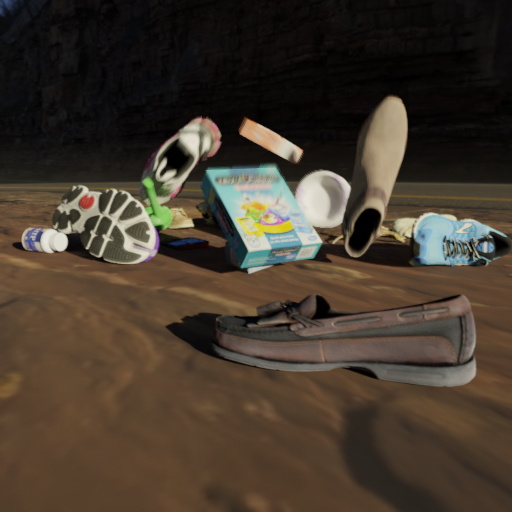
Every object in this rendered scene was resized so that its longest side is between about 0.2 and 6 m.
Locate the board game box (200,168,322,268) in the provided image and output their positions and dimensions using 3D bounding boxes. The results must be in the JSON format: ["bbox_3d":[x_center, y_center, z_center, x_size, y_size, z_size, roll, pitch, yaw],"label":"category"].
[{"bbox_3d":[0.055,-0.709,9.466,1.407,0.437,1.864,-7,53,-30],"label":"board game box"}]

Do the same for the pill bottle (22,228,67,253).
[{"bbox_3d":[-4.302,-0.308,11.430,0.822,0.492,0.492,4,11,23],"label":"pill bottle"}]

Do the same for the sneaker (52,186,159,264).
[{"bbox_3d":[-2.795,-0.619,11.233,1.363,1.317,3.266,26,-1,-44],"label":"sneaker"}]

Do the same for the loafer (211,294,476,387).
[{"bbox_3d":[0.740,0.631,5.141,2.411,0.759,0.866,3,10,19],"label":"loafer"}]

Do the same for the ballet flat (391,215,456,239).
[{"bbox_3d":[4.145,-0.628,13.619,1.754,0.592,0.547,-6,39,-12],"label":"ballet flat"}]

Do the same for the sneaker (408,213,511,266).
[{"bbox_3d":[3.660,-0.255,9.933,2.394,0.938,1.077,-7,15,-34],"label":"sneaker"}]

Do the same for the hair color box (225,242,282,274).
[{"bbox_3d":[0.214,-0.144,9.845,1.377,0.417,0.681,-17,26,-34],"label":"hair color box"}]

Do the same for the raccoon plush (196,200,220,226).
[{"bbox_3d":[-0.515,-1.058,15.688,2.359,1.141,1.580,27,-9,-10],"label":"raccoon plush"}]

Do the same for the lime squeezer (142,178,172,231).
[{"bbox_3d":[-2.930,-1.181,14.759,1.327,0.709,3.757,36,-13,-19],"label":"lime squeezer"}]

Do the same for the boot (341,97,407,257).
[{"bbox_3d":[2.060,-1.259,9.745,0.878,2.500,1.828,12,38,7],"label":"boot"}]

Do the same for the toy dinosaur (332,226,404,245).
[{"bbox_3d":[2.510,-0.552,12.876,1.718,0.500,0.869,-1,11,-6],"label":"toy dinosaur"}]

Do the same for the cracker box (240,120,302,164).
[{"bbox_3d":[0.342,-2.430,11.988,0.860,0.370,1.284,33,12,25],"label":"cracker box"}]

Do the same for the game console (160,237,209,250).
[{"bbox_3d":[-1.555,-0.272,12.262,0.816,0.143,0.923,-6,11,-34],"label":"game console"}]

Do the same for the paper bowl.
[{"bbox_3d":[1.694,-1.354,13.727,1.360,1.360,0.707,4,2,23],"label":"paper bowl"}]

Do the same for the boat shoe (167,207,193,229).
[{"bbox_3d":[-2.282,-1.072,15.652,0.630,0.565,1.702,-7,12,-34],"label":"boat shoe"}]

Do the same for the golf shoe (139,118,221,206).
[{"bbox_3d":[-2.263,-2.204,14.088,3.181,1.155,1.465,-40,3,42],"label":"golf shoe"}]
